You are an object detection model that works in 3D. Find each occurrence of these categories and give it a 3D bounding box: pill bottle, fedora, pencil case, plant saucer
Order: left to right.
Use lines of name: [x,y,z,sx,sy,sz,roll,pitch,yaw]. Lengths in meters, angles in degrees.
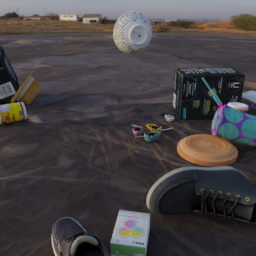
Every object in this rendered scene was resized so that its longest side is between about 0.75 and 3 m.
pill bottle: [-4.381,-0.528,10.196,1.221,0.667,0.667,-13,27,-27]
fedora: [-4.357,-1.613,12.208,0.746,1.829,1.829,35,13,-22]
plant saucer: [2.305,0.576,8.153,1.708,0.276,1.708,0,24,0]
pill bottle: [3.421,-0.228,8.939,0.618,1.082,0.618,3,19,-1]
pencil case: [3.654,0.001,8.171,2.261,1.045,0.962,14,0,8]

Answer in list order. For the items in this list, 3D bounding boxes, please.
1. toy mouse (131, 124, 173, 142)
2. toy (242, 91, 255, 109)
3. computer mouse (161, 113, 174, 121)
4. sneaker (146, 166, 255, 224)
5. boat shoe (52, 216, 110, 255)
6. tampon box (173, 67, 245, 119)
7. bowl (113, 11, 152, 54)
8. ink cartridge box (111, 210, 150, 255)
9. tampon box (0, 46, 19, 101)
toy mouse: [0.564,0.187,9.049,1.376,0.266,1.223,13,26,28]
toy: [5.532,-0.805,11.010,1.334,0.547,2.317,-13,32,-37]
computer mouse: [1.523,-0.390,10.526,0.454,0.182,0.828,4,18,-2]
sneaker: [1.622,1.377,5.480,2.366,0.885,1.257,-8,22,-21]
boat shoe: [-0.682,1.967,4.395,0.754,0.679,2.095,-13,26,-26]
tampon box: [3.024,-1.377,10.832,2.282,1.710,1.441,-1,23,-2]
bowl: [0.369,-4.330,12.919,1.947,1.947,0.914,-7,25,-16]
ink cartridge box: [0.038,1.953,4.870,0.595,0.340,1.145,4,24,9]
tampon box: [-6.148,-2.265,12.280,2.089,1.759,2.787,-24,29,-12]
